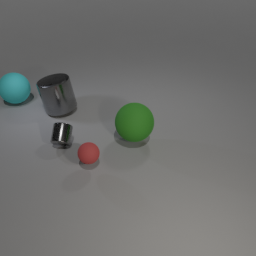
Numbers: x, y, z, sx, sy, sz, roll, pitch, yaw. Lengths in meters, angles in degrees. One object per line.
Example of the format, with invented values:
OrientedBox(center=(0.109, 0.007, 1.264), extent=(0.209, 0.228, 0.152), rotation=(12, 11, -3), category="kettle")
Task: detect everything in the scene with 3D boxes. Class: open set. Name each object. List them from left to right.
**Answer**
OrientedBox(center=(-5.186, -1.818, 12.796), extent=(1.400, 1.400, 1.400), rotation=(0, 33, 0), category="ball")
OrientedBox(center=(-3.041, -1.442, 12.051), extent=(1.400, 1.400, 1.400), rotation=(-8, 32, 5), category="cylinder")
OrientedBox(center=(-2.374, 0.231, 10.044), extent=(0.700, 0.700, 0.700), rotation=(4, 74, 6), category="cylinder")
OrientedBox(center=(-1.249, 0.799, 8.886), extent=(0.700, 0.700, 0.700), rotation=(0, 33, 0), category="ball")
OrientedBox(center=(0.231, -0.204, 9.956), extent=(1.400, 1.400, 1.400), rotation=(0, 33, 0), category="ball")
